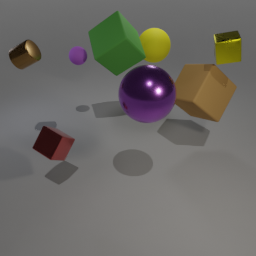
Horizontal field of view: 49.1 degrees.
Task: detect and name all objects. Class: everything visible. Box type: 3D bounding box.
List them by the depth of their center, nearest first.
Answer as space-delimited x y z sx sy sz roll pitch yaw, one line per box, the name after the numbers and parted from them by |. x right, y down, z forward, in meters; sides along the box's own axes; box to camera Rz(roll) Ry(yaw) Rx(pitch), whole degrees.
0.465 -0.814 6.770 1.400 1.400 1.400 0 30 0 | ball
-2.038 0.431 7.732 0.700 0.700 0.700 28 2 20 | cube
2.937 -2.376 8.287 0.700 0.700 0.700 -5 36 15 | cube
-3.199 -2.280 8.721 0.700 0.700 0.700 -21 23 20 | cylinder
2.503 -1.218 9.552 1.400 1.400 1.400 32 -5 -31 | cube
-0.404 -3.062 10.304 1.400 1.400 1.400 -27 61 23 | cube
-1.919 -2.774 10.753 0.700 0.700 0.700 0 30 0 | ball
1.089 -3.468 11.794 1.400 1.400 1.400 0 30 0 | ball
